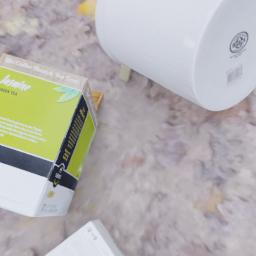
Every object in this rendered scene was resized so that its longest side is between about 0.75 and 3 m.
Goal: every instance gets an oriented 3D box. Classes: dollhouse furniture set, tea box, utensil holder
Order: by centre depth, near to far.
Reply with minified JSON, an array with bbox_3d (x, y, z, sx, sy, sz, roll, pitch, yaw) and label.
[{"bbox_3d":[1.085,-1.951,5.495,2.428,2.428,2.857,-39,45,-11],"label":"utensil holder"},{"bbox_3d":[-2.031,0.386,6.391,1.885,2.821,2.775,18,73,4],"label":"tea box"},{"bbox_3d":[0.053,-1.814,8.389,0.712,0.504,0.775,28,54,7],"label":"dollhouse furniture set"}]

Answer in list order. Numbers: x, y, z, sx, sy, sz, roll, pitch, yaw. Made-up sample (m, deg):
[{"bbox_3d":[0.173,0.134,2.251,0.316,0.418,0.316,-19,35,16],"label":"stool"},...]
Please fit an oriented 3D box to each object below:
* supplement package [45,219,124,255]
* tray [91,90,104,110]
[{"bbox_3d":[-1.146,3.386,6.080,2.249,1.694,1.707,-35,76,-10],"label":"supplement package"},{"bbox_3d":[-1.423,-0.885,7.970,1.335,0.247,0.659,12,37,3],"label":"tray"}]
